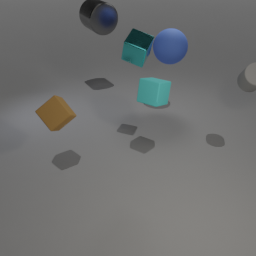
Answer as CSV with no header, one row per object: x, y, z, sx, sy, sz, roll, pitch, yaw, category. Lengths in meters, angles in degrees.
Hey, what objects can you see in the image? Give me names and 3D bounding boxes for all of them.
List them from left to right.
-1.963,-0.394,7.710,0.700,0.700,0.700,-39,-1,3,cube
-1.379,-5.182,13.023,1.400,1.400,1.400,-15,37,-25,cylinder
0.282,-2.372,8.315,0.700,0.700,0.700,23,58,5,cube
0.766,-1.078,8.288,0.700,0.700,0.700,19,21,32,cube
1.714,-3.294,11.346,1.400,1.400,1.400,0,29,0,ball
3.664,-1.477,8.214,0.700,0.700,0.700,2,-9,4,cylinder
